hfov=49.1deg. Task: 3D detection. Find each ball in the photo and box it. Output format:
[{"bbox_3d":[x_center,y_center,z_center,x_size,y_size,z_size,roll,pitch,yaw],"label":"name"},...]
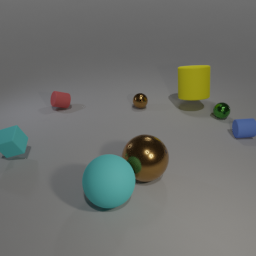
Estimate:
[{"bbox_3d":[0.513,0.889,8.334,1.400,1.400,1.400,0,30,0],"label":"ball"},{"bbox_3d":[3.992,-0.742,11.924,0.700,0.700,0.700,0,30,0],"label":"ball"},{"bbox_3d":[-0.508,1.401,7.430,1.400,1.400,1.400,0,30,0],"label":"ball"},{"bbox_3d":[0.561,-1.248,12.812,0.700,0.700,0.700,0,30,0],"label":"ball"}]

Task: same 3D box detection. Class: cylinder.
[{"bbox_3d":[-3.049,-1.277,12.667,0.700,0.700,0.700,6,22,-36],"label":"cylinder"},{"bbox_3d":[2.929,-2.032,12.465,1.400,1.400,1.400,-3,15,1],"label":"cylinder"},{"bbox_3d":[4.393,0.004,10.567,0.700,0.700,0.700,-4,30,2],"label":"cylinder"}]

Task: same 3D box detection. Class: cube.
[{"bbox_3d":[-3.829,0.448,9.220,0.700,0.700,0.700,-15,46,10],"label":"cube"}]
